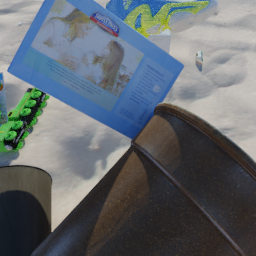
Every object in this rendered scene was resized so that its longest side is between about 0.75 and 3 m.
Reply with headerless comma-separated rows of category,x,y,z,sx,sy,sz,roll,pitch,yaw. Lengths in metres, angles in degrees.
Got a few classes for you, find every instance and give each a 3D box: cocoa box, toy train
cocoa box,-0.606,-1.172,5.246,2.531,1.688,1.661,29,7,-21
toy train,-3.220,-0.401,8.587,0.819,0.606,2.903,-3,41,12

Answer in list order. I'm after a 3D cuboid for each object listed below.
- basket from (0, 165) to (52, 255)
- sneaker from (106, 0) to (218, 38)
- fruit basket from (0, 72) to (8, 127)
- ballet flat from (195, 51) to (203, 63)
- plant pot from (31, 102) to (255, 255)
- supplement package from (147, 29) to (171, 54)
basket,-2.242,2.171,4.978,2.225,1.678,2.468,-17,48,-14
sneaker,0.734,-3.136,7.090,2.897,1.522,1.097,-18,-1,1
fruit basket,-4.338,-0.732,8.129,1.557,1.681,0.788,-5,6,-3
ballet flat,2.950,-2.931,11.617,0.316,0.316,0.910,6,38,7
plant pot,0.411,1.712,4.171,2.958,2.988,2.988,-43,53,-6
supplement package,1.129,-3.867,12.007,1.128,1.086,1.983,-1,42,-1
